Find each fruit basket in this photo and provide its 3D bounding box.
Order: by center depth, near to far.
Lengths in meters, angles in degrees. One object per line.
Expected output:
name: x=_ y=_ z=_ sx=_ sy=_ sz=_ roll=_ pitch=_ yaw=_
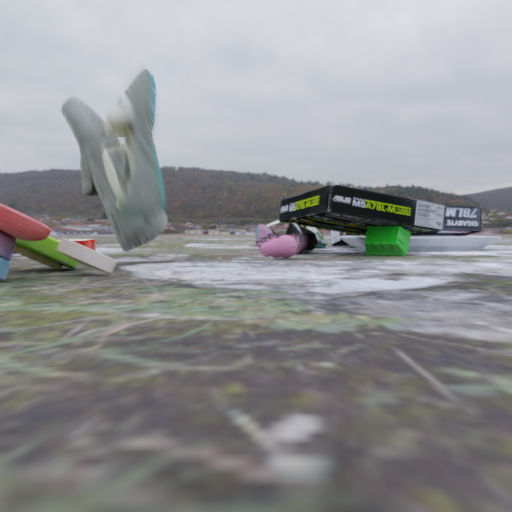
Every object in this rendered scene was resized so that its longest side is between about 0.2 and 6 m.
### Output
fruit basket: x=2.715 y=-0.277 z=11.429 sx=0.937 sy=0.676 sz=0.937 roll=14 pitch=-20 yaw=5

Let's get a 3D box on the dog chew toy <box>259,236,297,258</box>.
dog chew toy: x=0.390 y=-0.147 z=10.204 sx=0.669 sy=0.416 sz=0.416 roll=-7 pitch=5 yaw=-17

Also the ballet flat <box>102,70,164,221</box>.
ballet flat: x=-1.887 y=-1.754 z=8.418 sx=0.822 sy=2.579 sz=0.869 roll=1 pitch=-21 yaw=-23

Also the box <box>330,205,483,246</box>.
box: x=4.150 y=-0.834 z=16.081 sx=3.234 sy=0.803 sz=3.210 roll=0 pitch=-5 yaw=-12

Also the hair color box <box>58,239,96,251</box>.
hair color box: x=-3.472 y=-0.143 z=10.758 sx=0.589 sy=0.355 sz=1.160 roll=-1 pitch=4 yaw=-5

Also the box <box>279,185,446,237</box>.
box: x=2.170 y=-0.885 z=11.987 sx=2.659 sy=0.632 sz=2.568 roll=8 pitch=-2 yaw=-18

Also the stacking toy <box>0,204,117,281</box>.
stacking toy: x=-3.054 y=0.031 z=6.553 sx=2.180 sy=1.017 sz=2.408 roll=30 pitch=-13 yaw=-36

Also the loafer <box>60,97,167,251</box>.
loafer: x=-2.544 y=-1.373 z=9.309 sx=0.963 sy=2.759 sz=0.965 roll=-33 pitch=-9 yaw=6

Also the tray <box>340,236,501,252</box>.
tray: x=4.043 y=-0.314 z=13.990 sx=3.508 sy=0.389 sz=1.884 roll=-1 pitch=2 yaw=-12

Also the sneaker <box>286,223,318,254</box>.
sneaker: x=1.047 y=-0.377 z=12.551 sx=0.736 sy=0.686 sz=1.855 roll=4 pitch=3 yaw=1

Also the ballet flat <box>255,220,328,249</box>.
ballet flat: x=1.001 y=-0.606 z=15.164 sx=2.377 sy=0.846 sz=0.822 roll=-1 pitch=0 yaw=-33
